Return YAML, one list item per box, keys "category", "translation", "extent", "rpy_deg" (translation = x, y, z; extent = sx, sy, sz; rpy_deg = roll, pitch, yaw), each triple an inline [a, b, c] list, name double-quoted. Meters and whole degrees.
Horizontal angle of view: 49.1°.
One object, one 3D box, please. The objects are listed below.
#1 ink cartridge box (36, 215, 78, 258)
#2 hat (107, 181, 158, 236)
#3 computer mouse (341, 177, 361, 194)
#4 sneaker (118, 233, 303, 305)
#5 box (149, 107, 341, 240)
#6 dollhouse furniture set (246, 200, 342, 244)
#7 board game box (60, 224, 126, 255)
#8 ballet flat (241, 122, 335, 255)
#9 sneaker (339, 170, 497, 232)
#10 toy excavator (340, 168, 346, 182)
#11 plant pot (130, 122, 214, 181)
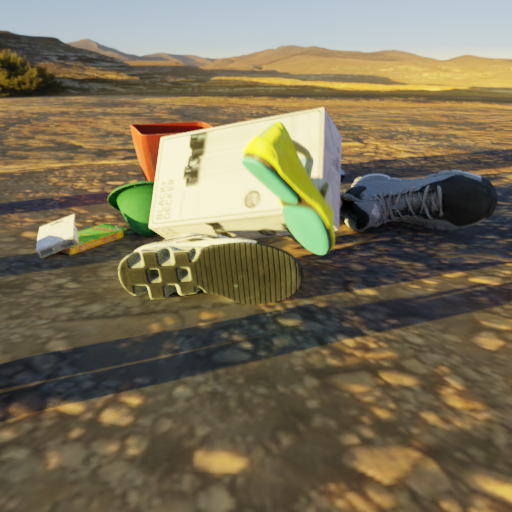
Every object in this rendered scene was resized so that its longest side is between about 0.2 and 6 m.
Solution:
- category: "ink cartridge box"
  translation: [-3.632, -0.368, 10.266]
  extent: [0.727, 0.225, 0.896]
  rpy_deg: [-21, 32, -3]
- category: "hat"
  translation: [-2.070, -0.430, 11.017]
  extent: [1.583, 1.683, 1.912]
  rpy_deg: [-7, -15, -5]
- category: "computer mouse"
  translation: [2.688, -1.694, 14.278]
  extent: [0.745, 0.298, 1.359]
  rpy_deg: [5, 26, 26]
- category: "sneaker"
  translation: [-0.598, 0.047, 8.495]
  extent: [2.697, 0.999, 1.194]
  rpy_deg: [4, 23, 9]
- category: "box"
  translation: [-0.193, -1.208, 9.187]
  extent: [3.028, 1.766, 0.910]
  rpy_deg: [-3, -19, 26]
- category: "dollhouse furniture set"
  translation: [0.361, -0.613, 10.924]
  extent: [2.353, 1.627, 2.493]
  rpy_deg: [32, -3, 18]
- category: "board game box"
  translation: [-3.195, -0.346, 10.739]
  extent: [0.651, 0.204, 1.363]
  rpy_deg: [15, 28, 34]
- category: "ballet flat"
  translation: [0.563, -0.808, 6.848]
  extent: [0.702, 2.100, 0.704]
  rpy_deg: [16, 69, 40]
- category: "sneaker"
  translation: [2.901, -0.909, 11.144]
  extent: [3.233, 1.213, 1.867]
  rpy_deg: [6, 24, 45]
- category: "toy excavator"
  translation: [1.270, -1.854, 11.914]
  extent: [1.522, 0.782, 1.565]
  rpy_deg: [-2, 44, -36]
- category: "plant pot"
  translation: [-2.014, -2.365, 14.033]
  extent: [1.917, 1.690, 1.916]
  rpy_deg: [-6, 21, -18]
